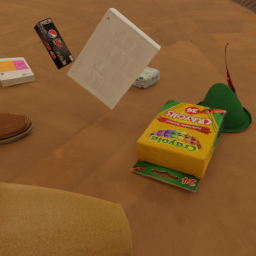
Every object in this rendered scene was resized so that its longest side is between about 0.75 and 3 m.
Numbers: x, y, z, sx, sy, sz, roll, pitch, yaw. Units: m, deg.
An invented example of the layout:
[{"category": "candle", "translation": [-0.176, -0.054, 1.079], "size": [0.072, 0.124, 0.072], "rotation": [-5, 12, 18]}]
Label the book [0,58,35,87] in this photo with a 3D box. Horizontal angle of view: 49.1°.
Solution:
[{"category": "book", "translation": [-4.340, -2.183, 10.646], "size": [1.157, 0.416, 1.732], "rotation": [-16, 41, -24]}]

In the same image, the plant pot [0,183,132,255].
[{"category": "plant pot", "translation": [-1.200, 1.818, 4.181], "size": [2.333, 2.174, 2.174], "rotation": [1, 35, -22]}]

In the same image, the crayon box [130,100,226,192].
[{"category": "crayon box", "translation": [1.336, 0.283, 7.057], "size": [1.661, 0.664, 2.616], "rotation": [14, 39, 23]}]

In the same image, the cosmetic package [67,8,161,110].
[{"category": "cosmetic package", "translation": [-0.389, -1.704, 7.127], "size": [1.521, 2.017, 0.521], "rotation": [37, 26, -8]}]

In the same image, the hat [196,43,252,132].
[{"category": "hat", "translation": [2.798, -1.149, 8.098], "size": [1.668, 1.773, 2.014], "rotation": [-17, 40, -20]}]

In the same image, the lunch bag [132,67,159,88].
[{"category": "lunch bag", "translation": [0.574, -1.858, 10.180], "size": [0.845, 0.406, 1.054], "rotation": [26, 44, 30]}]

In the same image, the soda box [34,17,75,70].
[{"category": "soda box", "translation": [-2.402, -2.735, 9.145], "size": [0.486, 1.535, 0.543], "rotation": [-37, 17, -29]}]

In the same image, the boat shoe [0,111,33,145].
[{"category": "boat shoe", "translation": [-4.004, -0.137, 7.461], "size": [2.724, 0.926, 0.980], "rotation": [-6, 37, -8]}]
